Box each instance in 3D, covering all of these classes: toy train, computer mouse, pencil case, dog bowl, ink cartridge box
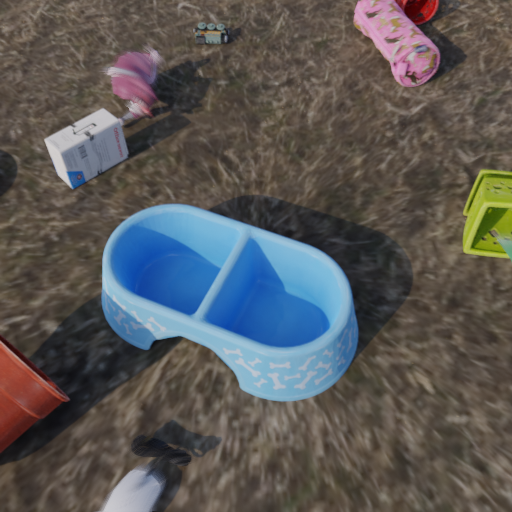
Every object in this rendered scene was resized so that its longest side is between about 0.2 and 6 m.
[{"bbox_3d":[-0.925,-4.530,11.490,0.731,0.311,0.416,4,66,0],"label":"toy train"},{"bbox_3d":[-1.293,2.583,6.061,0.694,0.278,1.266,22,58,13],"label":"computer mouse"},{"bbox_3d":[2.686,-4.255,10.902,0.909,0.950,2.195,-33,53,17],"label":"pencil case"},{"bbox_3d":[-0.406,0.456,7.357,3.642,0.903,2.030,19,56,14],"label":"dog bowl"},{"bbox_3d":[-2.708,-1.734,9.045,1.113,0.813,0.469,-38,61,-26],"label":"ink cartridge box"}]

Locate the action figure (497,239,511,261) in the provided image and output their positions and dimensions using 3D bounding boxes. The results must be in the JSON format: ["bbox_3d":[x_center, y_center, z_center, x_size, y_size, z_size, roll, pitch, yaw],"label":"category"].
[{"bbox_3d":[3.773,0.733,6.057,1.762,2.983,0.816,-9,33,26],"label":"action figure"}]

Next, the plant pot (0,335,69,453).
[{"bbox_3d":[-3.113,1.664,6.249,1.415,1.415,1.376,34,69,23],"label":"plant pot"}]

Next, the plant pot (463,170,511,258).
[{"bbox_3d":[3.616,-0.657,8.134,1.048,1.043,0.951,7,48,5],"label":"plant pot"}]

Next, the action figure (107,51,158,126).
[{"bbox_3d":[-2.068,-2.902,9.902,1.100,0.990,1.477,-13,47,-23],"label":"action figure"}]

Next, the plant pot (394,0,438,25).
[{"bbox_3d":[3.346,-5.395,11.843,0.792,0.792,0.721,-7,44,-5],"label":"plant pot"}]
